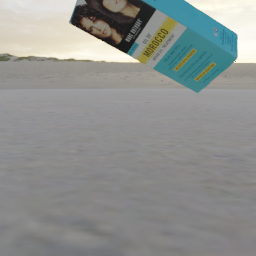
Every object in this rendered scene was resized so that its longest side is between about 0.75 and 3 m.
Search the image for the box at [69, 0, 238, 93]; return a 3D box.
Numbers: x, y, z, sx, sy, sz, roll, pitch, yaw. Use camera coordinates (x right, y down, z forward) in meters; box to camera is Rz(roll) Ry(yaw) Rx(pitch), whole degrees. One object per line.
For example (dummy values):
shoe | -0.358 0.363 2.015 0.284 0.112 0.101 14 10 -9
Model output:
box | 0.462 -1.691 4.779 2.695 0.662 1.109 25 -35 -14
